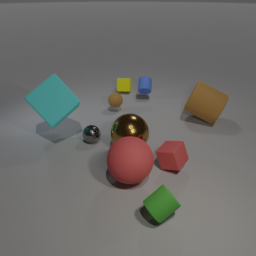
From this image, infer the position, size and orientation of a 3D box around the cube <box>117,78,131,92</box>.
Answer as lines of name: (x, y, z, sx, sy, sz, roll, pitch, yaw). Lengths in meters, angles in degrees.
cube: (-0.213, -2.401, 15.572, 0.700, 0.700, 0.700, 3, 11, 7)

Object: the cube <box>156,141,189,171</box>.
cube: (1.442, 0.883, 9.086, 0.700, 0.700, 0.700, -1, 29, 41)

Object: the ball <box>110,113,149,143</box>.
ball: (0.068, 0.173, 10.113, 1.400, 1.400, 1.400, 0, 28, 0)

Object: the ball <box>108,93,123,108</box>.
ball: (-0.592, -1.315, 13.217, 0.700, 0.700, 0.700, 0, 28, 0)

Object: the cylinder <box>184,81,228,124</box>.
cylinder: (3.344, -1.098, 12.095, 1.400, 1.400, 1.400, 29, 33, 5)

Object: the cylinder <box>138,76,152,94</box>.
cylinder: (0.875, -2.212, 14.515, 0.700, 0.700, 0.700, 3, 71, 5)

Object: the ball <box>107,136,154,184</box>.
ball: (0.064, 0.951, 8.323, 1.400, 1.400, 1.400, 0, 28, 0)

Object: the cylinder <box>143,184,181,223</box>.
cylinder: (0.861, 1.928, 7.148, 0.700, 0.700, 0.700, -40, 34, 1)

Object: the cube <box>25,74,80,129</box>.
cube: (-2.804, -0.961, 10.572, 1.400, 1.400, 1.400, -43, 7, -11)

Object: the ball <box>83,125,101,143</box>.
ball: (-1.396, 0.229, 10.767, 0.700, 0.700, 0.700, 0, 28, 0)
